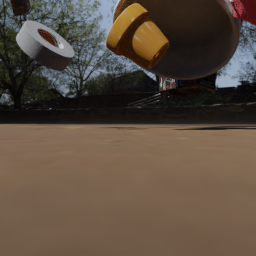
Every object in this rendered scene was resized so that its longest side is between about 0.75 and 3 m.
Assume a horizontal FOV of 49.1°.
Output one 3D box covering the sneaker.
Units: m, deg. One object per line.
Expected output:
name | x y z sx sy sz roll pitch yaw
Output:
sneaker | 2.073 -2.481 4.866 2.655 0.979 1.152 43 -29 -9

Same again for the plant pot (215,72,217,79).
plant pot | 2.522 -2.995 11.022 2.721 2.620 2.721 1 -19 0

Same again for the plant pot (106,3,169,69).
plant pot | 0.268 -1.799 5.811 0.998 1.091 1.091 41 7 6

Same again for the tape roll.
tape roll | -2.408 -2.434 8.297 0.541 1.638 1.638 -47 -22 23

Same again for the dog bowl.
dog bowl | 1.183 -2.539 6.714 2.930 1.154 2.930 16 -26 8

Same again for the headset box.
headset box | 1.959 -1.469 8.952 1.169 0.590 1.573 6 -8 -44

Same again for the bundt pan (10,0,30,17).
bundt pan | -2.358 -2.949 6.012 0.394 1.050 1.050 -12 4 -16
